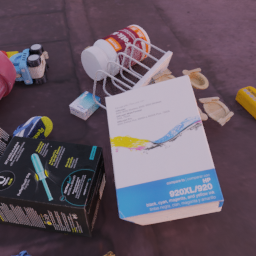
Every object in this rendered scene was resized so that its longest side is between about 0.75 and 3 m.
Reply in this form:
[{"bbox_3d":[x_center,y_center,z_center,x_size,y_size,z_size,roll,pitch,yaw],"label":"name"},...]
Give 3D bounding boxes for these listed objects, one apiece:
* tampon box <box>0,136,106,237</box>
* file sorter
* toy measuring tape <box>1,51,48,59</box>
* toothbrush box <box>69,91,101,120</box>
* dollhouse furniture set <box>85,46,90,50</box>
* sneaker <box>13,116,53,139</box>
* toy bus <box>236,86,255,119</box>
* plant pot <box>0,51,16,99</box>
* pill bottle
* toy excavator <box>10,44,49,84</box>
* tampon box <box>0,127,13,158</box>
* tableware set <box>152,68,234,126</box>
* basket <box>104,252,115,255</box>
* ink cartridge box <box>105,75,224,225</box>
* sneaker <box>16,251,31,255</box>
[{"bbox_3d":[-1.815,1.357,6.610,2.253,1.422,1.688,7,46,7],"label":"tampon box"},{"bbox_3d":[0.128,-1.607,9.048,1.423,1.586,2.285,33,55,12],"label":"file sorter"},{"bbox_3d":[-4.248,-2.481,10.565,2.381,0.876,0.876,-6,48,-5],"label":"toy measuring tape"},{"bbox_3d":[-1.406,-0.752,9.269,0.637,0.371,0.870,25,52,21],"label":"toothbrush box"},{"bbox_3d":[-1.375,-2.834,11.149,0.909,0.403,0.471,31,55,25],"label":"dollhouse furniture set"},{"bbox_3d":[-3.000,0.376,8.046,0.757,0.680,1.839,19,59,43],"label":"sneaker"},{"bbox_3d":[4.296,-0.678,9.097,0.630,0.524,1.609,-18,50,-16],"label":"toy bus"},{"bbox_3d":[-4.981,-1.184,8.455,2.517,2.517,2.253,6,63,5],"label":"plant pot"},{"bbox_3d":[-0.440,-2.787,10.410,1.384,1.384,2.423,36,56,28],"label":"pill bottle"},{"bbox_3d":[-4.017,-2.007,10.020,2.040,1.019,1.983,-6,48,-1],"label":"toy excavator"},{"bbox_3d":[-4.005,0.948,6.597,1.647,1.387,2.198,3,65,7],"label":"tampon box"},{"bbox_3d":[1.969,-0.970,8.393,2.009,0.279,2.405,-14,61,-31],"label":"tableware set"},{"bbox_3d":[-0.513,3.168,5.340,1.266,0.903,0.943,-30,53,-24],"label":"basket"},{"bbox_3d":[0.794,0.588,6.232,1.915,1.949,2.648,-14,66,11],"label":"ink cartridge box"},{"bbox_3d":[-2.012,2.595,5.230,0.536,1.303,0.482,-41,98,-26],"label":"sneaker"}]
